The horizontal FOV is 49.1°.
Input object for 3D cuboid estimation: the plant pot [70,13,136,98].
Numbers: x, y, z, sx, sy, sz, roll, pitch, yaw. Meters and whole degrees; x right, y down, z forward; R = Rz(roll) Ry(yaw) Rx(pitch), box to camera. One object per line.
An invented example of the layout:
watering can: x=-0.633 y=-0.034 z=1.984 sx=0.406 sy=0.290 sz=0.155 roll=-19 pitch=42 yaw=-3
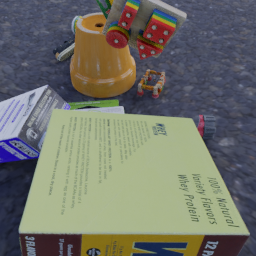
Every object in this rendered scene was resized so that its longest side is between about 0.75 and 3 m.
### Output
plant pot: x=-0.886 y=-2.581 z=9.534 sx=2.337 sy=2.139 sz=2.337 roll=0 pitch=45 yaw=0

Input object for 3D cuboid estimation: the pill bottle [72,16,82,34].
pill bottle: x=-1.653 y=-4.349 z=12.198 sx=1.414 sy=0.797 sz=0.797 roll=18 pitch=48 yaw=17

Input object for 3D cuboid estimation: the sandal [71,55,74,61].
sandal: x=-1.589 y=-3.279 z=11.154 sx=0.725 sy=0.809 sz=2.205 roll=34 pitch=59 yaw=20

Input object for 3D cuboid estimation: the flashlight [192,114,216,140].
flashlight: x=1.338 y=-0.063 z=8.056 sx=2.222 sy=0.755 sz=0.752 roll=3 pitch=49 yaw=2

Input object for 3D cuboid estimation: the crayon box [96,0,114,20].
crayon box: x=0.009 y=-4.118 z=7.932 sx=2.095 sy=1.330 sz=0.532 roll=-30 pitch=18 yaw=4

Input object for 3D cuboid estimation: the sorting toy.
sorting toy: x=0.288 y=-2.458 z=7.094 sx=1.716 sy=1.705 sz=0.597 roll=20 pitch=65 yaw=-11

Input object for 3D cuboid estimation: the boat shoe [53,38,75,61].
boat shoe: x=-2.321 y=-3.313 z=11.281 sx=0.529 sy=0.634 sz=1.698 roll=42 pitch=60 yaw=5

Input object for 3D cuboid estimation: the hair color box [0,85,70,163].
hair color box: x=-2.844 y=0.016 z=6.920 sx=2.724 sy=0.883 sz=1.489 roll=-11 pitch=47 yaw=38

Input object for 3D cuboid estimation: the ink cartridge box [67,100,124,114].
ink cartridge box: x=-1.172 y=-0.153 z=7.904 sx=2.145 sy=1.099 sz=2.902 roll=-5 pitch=47 yaw=-5

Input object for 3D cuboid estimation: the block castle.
block castle: x=0.829 y=-1.483 z=9.616 sx=0.758 sy=0.532 sz=1.134 roll=12 pitch=44 yaw=17

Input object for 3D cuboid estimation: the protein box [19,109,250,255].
protein box: x=-0.075 y=1.319 z=5.216 sx=2.982 sy=2.012 sz=2.960 roll=3 pitch=34 yaw=-8
